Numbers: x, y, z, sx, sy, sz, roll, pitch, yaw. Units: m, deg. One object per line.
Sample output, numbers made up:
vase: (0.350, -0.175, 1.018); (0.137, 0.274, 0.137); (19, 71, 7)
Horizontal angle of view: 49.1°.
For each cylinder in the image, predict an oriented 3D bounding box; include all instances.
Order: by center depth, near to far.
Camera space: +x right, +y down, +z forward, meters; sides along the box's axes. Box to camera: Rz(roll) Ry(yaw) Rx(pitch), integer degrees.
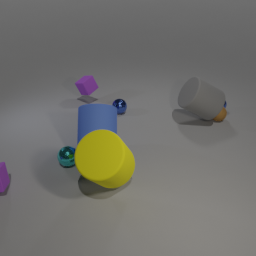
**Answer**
cylinder: (-0.611, 0.916, 7.956); (1.400, 1.400, 1.400); (-4, 69, 12)
cylinder: (-1.094, -0.042, 10.041); (1.400, 1.400, 1.400); (0, -8, 0)
cylinder: (3.045, -1.224, 11.679); (1.400, 1.400, 1.400); (24, 23, -21)

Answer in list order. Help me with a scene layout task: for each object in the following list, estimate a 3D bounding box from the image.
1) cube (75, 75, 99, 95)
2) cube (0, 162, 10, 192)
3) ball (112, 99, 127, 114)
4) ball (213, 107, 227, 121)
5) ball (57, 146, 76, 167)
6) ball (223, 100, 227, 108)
cube: (-2.008, -2.076, 13.629); (0.700, 0.700, 0.700); (10, 46, 47)
cube: (-4.037, 1.500, 8.338); (0.700, 0.700, 0.700); (-9, 15, -5)
ball: (-0.395, -1.006, 12.939); (0.700, 0.700, 0.700); (0, 30, 0)
ball: (3.970, -0.646, 12.294); (0.700, 0.700, 0.700); (0, 30, 0)
ball: (-2.042, 0.957, 9.512); (0.700, 0.700, 0.700); (0, 30, 0)
ball: (4.241, -1.098, 13.079); (0.700, 0.700, 0.700); (0, 30, 0)
